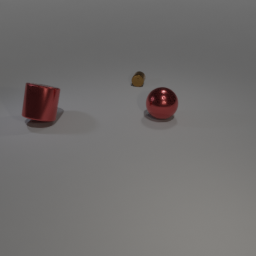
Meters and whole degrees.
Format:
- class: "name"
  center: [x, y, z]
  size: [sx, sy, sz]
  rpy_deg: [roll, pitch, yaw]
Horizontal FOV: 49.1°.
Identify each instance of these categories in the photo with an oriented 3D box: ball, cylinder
- class: "ball"
  center: [1.466, -1.063, 12.089]
  size: [1.400, 1.400, 1.400]
  rpy_deg: [0, 29, 0]
- class: "cylinder"
  center: [0.599, -2.773, 15.850]
  size: [0.700, 0.700, 0.700]
  rpy_deg: [6, 30, 10]
- class: "cylinder"
  center: [-3.636, -1.093, 11.730]
  size: [1.400, 1.400, 1.400]
  rpy_deg: [11, 8, -2]
